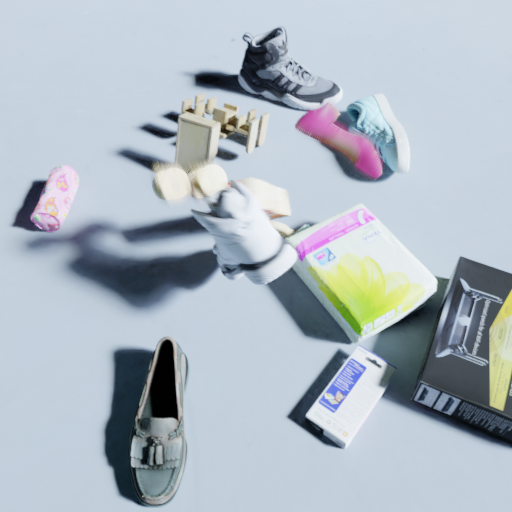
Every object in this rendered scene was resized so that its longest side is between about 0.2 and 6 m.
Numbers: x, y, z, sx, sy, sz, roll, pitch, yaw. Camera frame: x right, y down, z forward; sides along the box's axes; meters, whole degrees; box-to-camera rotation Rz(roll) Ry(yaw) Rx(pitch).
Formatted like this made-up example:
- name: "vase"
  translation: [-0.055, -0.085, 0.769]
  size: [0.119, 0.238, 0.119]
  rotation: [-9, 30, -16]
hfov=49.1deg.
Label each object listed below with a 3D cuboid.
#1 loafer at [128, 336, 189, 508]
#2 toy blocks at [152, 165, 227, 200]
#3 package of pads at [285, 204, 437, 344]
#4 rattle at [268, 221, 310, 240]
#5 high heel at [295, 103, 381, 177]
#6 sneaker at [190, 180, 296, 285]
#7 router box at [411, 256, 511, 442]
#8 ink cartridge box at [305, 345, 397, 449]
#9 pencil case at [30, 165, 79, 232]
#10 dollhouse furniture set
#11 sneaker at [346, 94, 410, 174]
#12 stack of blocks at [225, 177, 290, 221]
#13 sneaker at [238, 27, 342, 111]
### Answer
- name: "loafer"
  translation: [-1.605, 2.598, 9.150]
  size: [0.971, 0.850, 2.704]
  rotation: [-1, 51, 0]
- name: "toy blocks"
  translation: [-1.309, -1.275, 10.070]
  size: [1.208, 1.449, 0.526]
  rotation: [-8, 95, -21]
- name: "package of pads"
  translation: [2.033, 0.269, 11.011]
  size: [1.943, 0.858, 2.515]
  rotation: [-26, 57, -17]
- name: "rattle"
  translation: [0.502, -0.258, 11.616]
  size: [1.254, 0.816, 0.896]
  rotation: [14, 56, -8]
- name: "high heel"
  translation: [1.594, -2.099, 10.825]
  size: [0.887, 0.623, 1.849]
  rotation: [-36, 86, -17]
- name: "sneaker"
  translation: [-0.377, -0.449, 10.097]
  size: [1.085, 2.887, 1.659]
  rotation: [-38, 104, -12]
- name: "router box"
  translation: [4.347, 1.634, 9.958]
  size: [2.346, 0.779, 2.984]
  rotation: [21, 54, 16]
- name: "ink cartridge box"
  translation: [1.652, 2.395, 9.668]
  size: [0.814, 0.319, 1.719]
  rotation: [31, 60, 23]
- name: "pencil case"
  translation: [-4.428, -1.284, 12.390]
  size: [0.695, 0.695, 1.590]
  rotation: [2, 51, 2]
- name: "dollhouse furniture set"
  translation: [-1.018, -2.790, 13.476]
  size: [1.895, 1.436, 2.162]
  rotation: [21, 32, 16]
- name: "sneaker"
  translation: [2.857, -2.843, 13.508]
  size: [1.134, 1.023, 2.767]
  rotation: [-13, 45, 2]
- name: "stack of blocks"
  translation: [-0.172, -1.044, 11.159]
  size: [1.098, 1.906, 0.558]
  rotation: [-11, 84, 22]
- name: "sneaker"
  translation: [0.873, -4.906, 14.602]
  size: [2.930, 1.667, 1.106]
  rotation: [19, 54, 14]
